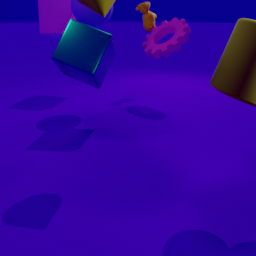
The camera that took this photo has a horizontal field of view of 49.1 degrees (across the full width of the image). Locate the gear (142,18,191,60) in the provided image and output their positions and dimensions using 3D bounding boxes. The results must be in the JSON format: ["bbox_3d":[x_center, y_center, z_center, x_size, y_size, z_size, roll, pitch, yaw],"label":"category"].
[{"bbox_3d":[1.318,-3.118,9.748,1.678,0.310,1.678,-21,46,23],"label":"gear"}]

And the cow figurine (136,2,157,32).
[{"bbox_3d":[0.731,-4.304,10.855,0.573,1.044,1.027,-3,1,29],"label":"cow figurine"}]

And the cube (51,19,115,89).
[{"bbox_3d":[-1.165,-1.989,7.731,1.212,1.212,1.212,23,-8,5],"label":"cube"}]

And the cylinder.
[{"bbox_3d":[1.799,-0.886,3.911,0.975,0.975,0.975,17,22,-7],"label":"cylinder"}]

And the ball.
[{"bbox_3d":[-1.132,-3.847,8.839,1.319,1.319,1.319,0,23,0],"label":"ball"}]

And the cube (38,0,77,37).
[{"bbox_3d":[-2.486,-4.249,10.761,1.349,1.349,1.349,4,13,13],"label":"cube"}]

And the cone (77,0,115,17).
[{"bbox_3d":[-0.475,-2.193,4.768,0.965,0.965,0.969,-5,58,-12],"label":"cone"}]
